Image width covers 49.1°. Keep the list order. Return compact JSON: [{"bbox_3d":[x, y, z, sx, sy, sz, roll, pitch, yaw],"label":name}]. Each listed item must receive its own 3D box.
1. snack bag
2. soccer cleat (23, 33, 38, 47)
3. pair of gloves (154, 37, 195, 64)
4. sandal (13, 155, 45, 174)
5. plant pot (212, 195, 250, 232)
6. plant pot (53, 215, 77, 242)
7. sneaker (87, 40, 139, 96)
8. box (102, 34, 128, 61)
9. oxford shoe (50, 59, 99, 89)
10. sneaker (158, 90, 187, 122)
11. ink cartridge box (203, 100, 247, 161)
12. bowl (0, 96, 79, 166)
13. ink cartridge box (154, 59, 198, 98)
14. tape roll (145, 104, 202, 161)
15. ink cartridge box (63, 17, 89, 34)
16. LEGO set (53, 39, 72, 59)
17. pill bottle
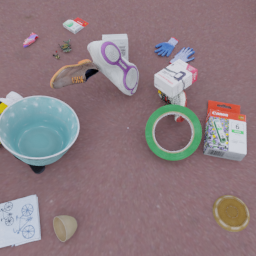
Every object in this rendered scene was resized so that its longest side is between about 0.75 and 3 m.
[{"bbox_3d":[-3.774,3.142,9.309,1.634,0.175,1.541,-13,59,-8],"label":"snack bag"},{"bbox_3d":[-4.800,-4.300,13.807,0.361,0.315,0.943,29,64,-5],"label":"soccer cleat"},{"bbox_3d":[2.272,-3.669,13.461,1.881,0.214,1.512,38,66,21],"label":"pair of gloves"},{"bbox_3d":[-3.729,1.062,10.475,1.629,0.349,0.619,32,64,18],"label":"sandal"},{"bbox_3d":[3.513,2.858,9.486,1.249,0.172,1.249,0,59,0],"label":"plant pot"},{"bbox_3d":[-1.965,3.159,9.026,0.544,0.810,0.810,-12,54,-43],"label":"plant pot"},{"bbox_3d":[-0.542,-2.470,11.364,1.426,2.863,1.072,21,68,43],"label":"sneaker"},{"bbox_3d":[-0.565,-3.512,12.445,1.131,1.125,0.739,-3,33,-2],"label":"box"},{"bbox_3d":[-1.957,-1.940,10.379,1.935,0.690,0.705,-35,57,-25],"label":"oxford shoe"},{"bbox_3d":[1.814,-1.231,11.621,1.045,0.991,2.545,-7,49,1],"label":"sneaker"},{"bbox_3d":[3.821,-0.108,10.997,1.428,0.660,2.622,10,60,6],"label":"ink cartridge box"},{"bbox_3d":[-3.187,0.284,10.154,2.701,1.413,2.701,8,53,-11],"label":"bowl"},{"bbox_3d":[1.904,-2.001,11.212,1.437,0.606,1.040,-35,55,-20],"label":"ink cartridge box"},{"bbox_3d":[1.674,0.169,10.400,2.050,0.493,2.050,-1,86,8],"label":"tape roll"},{"bbox_3d":[-2.689,-5.398,14.502,0.844,0.263,1.049,35,66,19],"label":"ink cartridge box"},{"bbox_3d":[-3.109,-3.779,13.530,1.192,0.338,0.774,-41,64,-8],"label":"LEGO set"},{"bbox_3d":[-4.914,-0.347,10.829,1.224,1.224,2.178,27,62,15],"label":"pill bottle"}]
